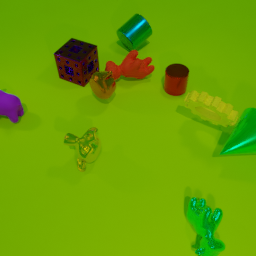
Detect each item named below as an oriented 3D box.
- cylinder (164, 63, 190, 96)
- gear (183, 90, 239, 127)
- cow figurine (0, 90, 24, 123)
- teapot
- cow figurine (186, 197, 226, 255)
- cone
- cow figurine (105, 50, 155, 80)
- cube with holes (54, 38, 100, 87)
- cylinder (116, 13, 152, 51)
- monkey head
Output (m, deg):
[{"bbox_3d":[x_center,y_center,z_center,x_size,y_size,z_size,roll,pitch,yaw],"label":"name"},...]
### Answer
[{"bbox_3d":[1.648,-1.649,9.571,0.806,0.806,0.806,-1,50,1],"label":"cylinder"},{"bbox_3d":[2.363,-0.532,8.039,1.545,1.545,0.286,27,82,21],"label":"gear"},{"bbox_3d":[-3.996,-0.949,8.503,1.533,1.508,0.841,9,39,7],"label":"cow figurine"},{"bbox_3d":[-0.767,-1.402,9.014,0.740,1.511,0.940,-34,84,-24],"label":"teapot"},{"bbox_3d":[1.728,2.311,6.404,0.646,1.159,1.178,14,5,-27],"label":"cow figurine"},{"bbox_3d":[3.034,0.379,7.552,1.399,1.394,1.394,-28,55,-11],"label":"cone"},{"bbox_3d":[-0.027,-2.036,9.901,1.544,1.519,0.847,10,56,-42],"label":"cow figurine"},{"bbox_3d":[-1.787,-2.342,9.981,1.081,1.081,1.081,21,53,17],"label":"cube with holes"},{"bbox_3d":[0.249,-3.734,10.978,1.032,1.032,1.032,-44,60,-5],"label":"cylinder"},{"bbox_3d":[-1.235,0.477,7.674,0.982,0.823,1.365,14,70,1],"label":"monkey head"}]
